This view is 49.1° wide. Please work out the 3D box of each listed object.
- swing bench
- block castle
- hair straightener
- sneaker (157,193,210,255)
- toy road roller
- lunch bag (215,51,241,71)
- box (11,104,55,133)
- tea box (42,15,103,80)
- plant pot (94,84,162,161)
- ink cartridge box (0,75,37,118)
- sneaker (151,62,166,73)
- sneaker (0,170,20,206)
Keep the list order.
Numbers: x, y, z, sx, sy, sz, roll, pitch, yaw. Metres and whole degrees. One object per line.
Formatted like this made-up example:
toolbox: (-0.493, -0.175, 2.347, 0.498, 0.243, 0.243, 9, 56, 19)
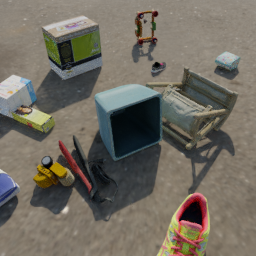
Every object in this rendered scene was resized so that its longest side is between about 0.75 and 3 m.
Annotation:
swing bench: (2.201, -0.836, 10.238, 2.391, 1.551, 2.378, -26, 48, -32)
block castle: (1.002, -5.323, 14.845, 1.137, 1.702, 0.798, -10, 38, -10)
hair straightener: (-1.121, 1.187, 8.709, 1.099, 0.584, 2.856, -24, 48, -23)
sneaker: (1.280, 2.749, 6.526, 1.135, 1.311, 2.903, 14, 46, 12)
toy road roller: (-2.275, 1.465, 8.383, 1.138, 0.699, 0.831, 26, 64, 26)
lunch bag: (4.712, -3.156, 13.327, 0.849, 0.608, 0.997, 35, 48, 30)
box: (-3.559, -0.374, 10.503, 1.599, 0.401, 0.602, 21, 49, 20)
tea box: (-2.479, -3.693, 12.790, 2.135, 2.100, 1.426, -27, 49, -26)
plant pot: (-0.166, -0.449, 9.616, 1.939, 1.934, 1.975, -21, 37, -21)
ink cartridge box: (-4.558, -1.197, 10.964, 0.989, 0.963, 1.539, 19, 46, 19)
sneaker: (1.474, -2.962, 13.241, 0.970, 0.424, 0.358, -31, 51, -29)
sneaker: (-4.484, 1.105, 8.078, 2.727, 1.575, 1.102, 28, 51, 27)
